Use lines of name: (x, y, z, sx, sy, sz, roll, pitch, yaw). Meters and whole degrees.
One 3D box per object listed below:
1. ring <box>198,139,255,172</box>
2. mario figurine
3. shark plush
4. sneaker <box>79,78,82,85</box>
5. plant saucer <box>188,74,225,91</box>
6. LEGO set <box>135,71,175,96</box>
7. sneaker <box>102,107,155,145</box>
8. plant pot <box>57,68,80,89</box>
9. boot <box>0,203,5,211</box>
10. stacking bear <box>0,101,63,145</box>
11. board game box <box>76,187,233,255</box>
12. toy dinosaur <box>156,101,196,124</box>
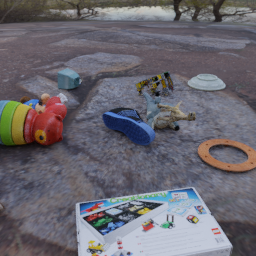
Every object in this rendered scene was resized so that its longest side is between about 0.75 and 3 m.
ring: (3.252, 0.883, 9.126, 1.917, 0.184, 1.917, 1, 27, 0)
mario figurine: (-3.625, -0.987, 11.248, 2.842, 1.507, 1.755, 8, 61, 32)
shark plush: (1.319, -0.866, 11.412, 1.329, 1.218, 2.924, -1, 27, -2)
sneaker: (-2.854, -2.787, 16.176, 0.330, 0.365, 0.857, -5, 26, -9)
plant saucer: (4.419, -2.636, 15.714, 2.076, 0.521, 2.076, 0, 27, 0)
LEGO set: (1.443, -2.031, 14.301, 1.528, 1.151, 1.987, -16, 7, 43)
sneaker: (0.185, -0.223, 10.452, 1.047, 0.942, 2.687, -28, 36, -31)
plant pot: (-3.179, -2.620, 15.293, 0.950, 0.930, 0.933, 16, 31, 19)
boot: (-3.768, 1.998, 6.707, 1.297, 0.455, 0.948, 12, 35, 24)
stacking bear: (-3.730, -0.102, 9.683, 2.913, 1.769, 1.657, 8, 24, -2)
board game box: (0.412, 2.218, 6.081, 2.969, 0.514, 1.874, -5, 27, -10)
toy dinosaur: (1.386, -0.405, 8.337, 1.066, 0.614, 2.109, 6, 13, -4)
